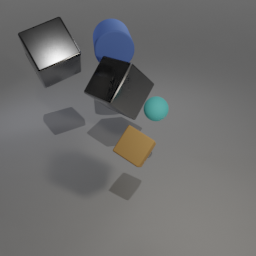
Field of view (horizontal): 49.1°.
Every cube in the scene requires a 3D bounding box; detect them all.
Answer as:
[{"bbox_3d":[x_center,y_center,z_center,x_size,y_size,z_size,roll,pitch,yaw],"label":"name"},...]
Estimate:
[{"bbox_3d":[0.169,0.442,6.542,0.700,0.700,0.700,32,-2,11],"label":"cube"},{"bbox_3d":[-2.435,-2.374,8.982,1.400,1.400,1.400,-29,83,-14],"label":"cube"},{"bbox_3d":[-0.284,-1.310,9.184,1.400,1.400,1.400,26,-3,41],"label":"cube"}]

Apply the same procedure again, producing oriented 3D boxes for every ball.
[{"bbox_3d":[0.789,-0.538,7.889,0.700,0.700,0.700,0,31,0],"label":"ball"}]

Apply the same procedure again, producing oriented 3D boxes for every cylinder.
[{"bbox_3d":[-0.555,-3.084,10.227,1.400,1.400,1.400,-4,38,-7],"label":"cylinder"}]
